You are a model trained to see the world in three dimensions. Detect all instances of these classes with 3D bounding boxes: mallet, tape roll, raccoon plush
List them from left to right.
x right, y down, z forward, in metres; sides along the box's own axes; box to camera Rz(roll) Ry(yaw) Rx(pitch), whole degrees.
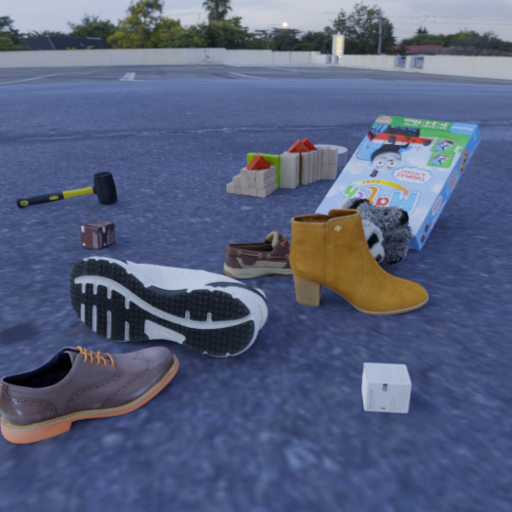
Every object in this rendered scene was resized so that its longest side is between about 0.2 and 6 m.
[{"bbox_3d":[-4.687,-1.416,14.029,2.424,0.798,0.499,-18,23,-5],"label":"mallet"},{"bbox_3d":[2.188,-3.227,18.223,1.529,0.505,1.529,-1,22,0],"label":"tape roll"},{"bbox_3d":[1.743,-0.413,10.456,1.560,1.127,2.329,-5,15,-25],"label":"raccoon plush"}]

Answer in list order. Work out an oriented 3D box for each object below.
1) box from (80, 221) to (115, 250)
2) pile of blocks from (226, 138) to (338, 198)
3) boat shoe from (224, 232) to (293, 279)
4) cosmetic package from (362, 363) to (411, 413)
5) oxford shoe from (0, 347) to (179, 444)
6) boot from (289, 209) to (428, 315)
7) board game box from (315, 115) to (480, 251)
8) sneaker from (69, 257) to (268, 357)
[{"bbox_3d":[-3.220,-0.429,11.395,0.448,0.453,0.546,10,20,21],"label":"box"},{"bbox_3d":[0.839,-2.696,15.962,3.962,1.231,1.627,-18,28,-38],"label":"pile of blocks"},{"bbox_3d":[0.376,-0.086,10.240,1.996,0.719,0.720,-6,23,-15],"label":"boat shoe"},{"bbox_3d":[1.528,1.557,6.622,0.505,0.416,0.417,1,23,4],"label":"cosmetic package"},{"bbox_3d":[-1.858,1.407,6.504,2.138,0.779,0.762,-17,28,-36],"label":"oxford shoe"},{"bbox_3d":[1.624,0.056,8.708,2.212,1.583,0.778,1,27,5],"label":"boot"},{"bbox_3d":[3.113,-1.732,12.298,2.400,0.581,3.173,17,64,37],"label":"board game box"},{"bbox_3d":[-1.287,0.688,8.178,3.134,1.155,1.254,13,13,19],"label":"sneaker"}]
